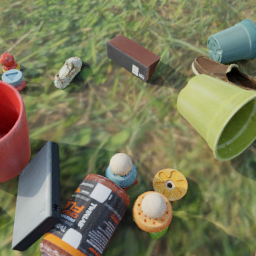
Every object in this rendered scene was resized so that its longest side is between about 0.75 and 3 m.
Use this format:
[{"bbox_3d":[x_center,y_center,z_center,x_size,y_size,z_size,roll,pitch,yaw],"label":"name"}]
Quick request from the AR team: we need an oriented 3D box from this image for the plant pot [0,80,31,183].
[{"bbox_3d":[-3.415,0.228,6.884,2.226,1.969,2.226,1,54,-1],"label":"plant pot"}]

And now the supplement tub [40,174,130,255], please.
[{"bbox_3d":[-0.984,2.217,5.941,1.242,1.242,2.323,23,57,16],"label":"supplement tub"}]

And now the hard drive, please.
[{"bbox_3d":[-2.039,1.459,6.318,1.425,0.336,2.042,-43,38,23],"label":"hard drive"}]

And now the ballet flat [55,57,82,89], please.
[{"bbox_3d":[-1.975,-1.970,9.405,0.596,0.503,1.575,13,55,9],"label":"ballet flat"}]

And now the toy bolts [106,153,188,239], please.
[{"bbox_3d":[0.427,1.251,6.560,1.948,1.351,1.861,33,61,21],"label":"toy bolts"}]

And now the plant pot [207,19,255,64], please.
[{"bbox_3d":[3.560,-2.862,9.627,1.343,1.371,1.371,-18,56,-3],"label":"plant pot"}]

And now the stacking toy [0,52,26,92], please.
[{"bbox_3d":[-4.172,-1.767,9.177,1.353,0.631,1.494,-23,57,-16],"label":"stacking toy"}]

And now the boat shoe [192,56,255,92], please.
[{"bbox_3d":[3.203,-1.683,8.901,0.970,0.972,2.627,-37,62,-23],"label":"boat shoe"}]

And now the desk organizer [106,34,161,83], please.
[{"bbox_3d":[0.171,-2.445,9.646,1.900,0.681,0.731,38,60,24],"label":"desk organizer"}]

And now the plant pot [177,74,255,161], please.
[{"bbox_3d":[2.418,-0.472,7.614,2.045,2.045,1.880,-29,48,-19],"label":"plant pot"}]
